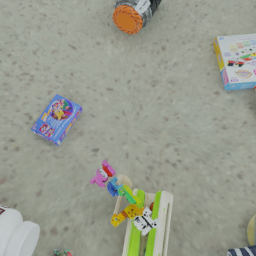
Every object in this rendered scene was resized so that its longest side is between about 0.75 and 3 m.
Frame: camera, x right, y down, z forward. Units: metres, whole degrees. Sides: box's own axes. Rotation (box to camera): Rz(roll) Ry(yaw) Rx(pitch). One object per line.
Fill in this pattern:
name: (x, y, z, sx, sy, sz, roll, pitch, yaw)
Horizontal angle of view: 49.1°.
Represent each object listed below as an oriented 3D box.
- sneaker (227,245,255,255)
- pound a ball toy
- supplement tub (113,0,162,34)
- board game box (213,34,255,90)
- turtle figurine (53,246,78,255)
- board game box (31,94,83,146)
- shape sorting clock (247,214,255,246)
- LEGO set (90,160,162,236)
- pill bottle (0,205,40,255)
sneaker: (3.140, 4.317, 6.758, 1.530, 0.988, 2.820, -1, 67, 1)
pound a ball toy: (0.366, 2.571, 7.637, 1.563, 1.018, 2.397, -3, 65, 30)
supplement tub: (0.429, -4.719, 10.381, 1.425, 1.425, 2.325, 23, 69, 10)
board game box: (4.030, -2.368, 9.917, 1.569, 0.414, 2.051, -4, 67, -2)
turtle figurine: (-1.783, 3.476, 7.436, 0.644, 0.433, 0.860, 35, 77, 14)
board game box: (-2.281, -0.278, 9.070, 0.979, 0.326, 1.456, 27, 69, 11)
shape sorting clock: (3.969, 2.955, 7.716, 1.347, 0.264, 1.347, 0, 71, 0)
LEGO set: (-0.213, 1.941, 7.062, 0.865, 0.804, 2.109, -39, 68, -16)
pill bottle: (-3.724, 2.651, 7.196, 2.579, 1.457, 1.457, 15, 68, 7)
